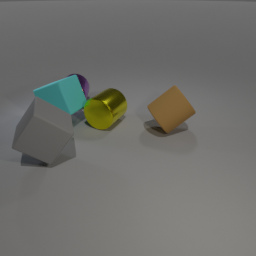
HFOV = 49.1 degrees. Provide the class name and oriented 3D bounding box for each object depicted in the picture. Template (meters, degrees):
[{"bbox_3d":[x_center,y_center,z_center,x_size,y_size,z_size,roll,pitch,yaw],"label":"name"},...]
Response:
[{"bbox_3d":[-2.824,-1.279,11.880,1.400,1.400,1.400,-12,17,28],"label":"cube"},{"bbox_3d":[1.726,-0.744,11.186,1.400,1.400,1.400,-37,28,10],"label":"cylinder"},{"bbox_3d":[-2.673,-1.796,13.767,1.400,1.400,1.400,0,28,0],"label":"cylinder"},{"bbox_3d":[-2.803,0.080,9.309,1.400,1.400,1.400,30,18,-28],"label":"cube"},{"bbox_3d":[-0.940,-0.836,11.965,1.400,1.400,1.400,13,30,23],"label":"cylinder"}]
